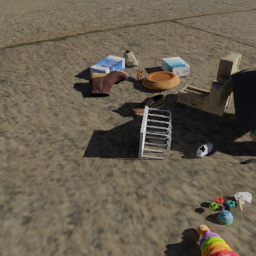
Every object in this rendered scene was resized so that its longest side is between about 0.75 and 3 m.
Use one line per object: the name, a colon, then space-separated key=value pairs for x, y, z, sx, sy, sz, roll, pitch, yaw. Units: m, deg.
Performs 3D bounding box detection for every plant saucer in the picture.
plant saucer: x=1.751 y=-2.591 z=14.905 sx=1.973 sy=0.369 sz=1.973 roll=-5 pitch=29 yaw=3

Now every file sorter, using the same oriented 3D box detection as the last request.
file sorter: x=1.044 y=0.182 z=10.535 sx=1.077 sy=1.201 sz=1.730 roll=7 pitch=36 yaw=5

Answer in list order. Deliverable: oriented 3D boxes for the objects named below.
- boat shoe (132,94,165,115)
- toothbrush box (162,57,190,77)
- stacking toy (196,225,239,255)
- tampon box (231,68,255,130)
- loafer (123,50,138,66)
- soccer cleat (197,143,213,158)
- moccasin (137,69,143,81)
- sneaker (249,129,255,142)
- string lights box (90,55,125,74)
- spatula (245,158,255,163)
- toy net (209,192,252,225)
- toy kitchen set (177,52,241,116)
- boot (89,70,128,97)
boat shoe: x=0.924 y=-1.115 z=12.800 sx=1.806 sy=0.648 sz=0.684 roll=-24 pitch=42 yaw=-30
toothbrush box: x=2.741 y=-3.526 z=16.184 sx=1.108 sy=0.645 sz=1.513 roll=-11 pitch=37 yaw=-15
stacking toy: x=2.142 y=3.011 z=7.012 sx=0.960 sy=0.907 sz=1.653 roll=-7 pitch=24 yaw=-5
tampon box: x=5.243 y=-1.284 z=10.828 sx=1.775 sy=2.107 sz=2.811 roll=-4 pitch=11 yaw=31
loafer: x=0.106 y=-4.356 z=17.389 sx=0.668 sy=0.602 sz=1.764 roll=-14 pitch=38 yaw=-18
soccer cleat: x=2.886 y=0.755 z=10.382 sx=0.335 sy=0.414 sz=0.959 roll=27 pitch=43 yaw=33
moccasin: x=0.672 y=-2.915 z=15.428 sx=0.321 sy=0.304 sz=0.832 roll=0 pitch=49 yaw=17
sneaker: x=5.884 y=0.217 z=10.368 sx=2.633 sy=0.940 sz=1.052 roll=12 pitch=78 yaw=6
string lights box: x=-1.150 y=-3.522 z=16.205 sx=1.072 sy=0.615 sz=2.085 roll=18 pitch=39 yaw=23
spatula: x=4.822 y=1.088 z=10.144 sx=1.395 sy=0.143 sz=0.394 roll=-13 pitch=42 yaw=-16
toy net: x=3.104 y=2.284 z=8.392 sx=1.428 sy=0.276 sz=0.749 roll=-22 pitch=38 yaw=-30
toy kitchen set: x=3.285 y=-1.902 z=12.239 sx=2.323 sy=2.575 sz=2.101 roll=22 pitch=41 yaw=28
boot: x=-0.975 y=-2.208 z=14.506 sx=2.079 sy=0.752 sz=1.729 roll=-2 pitch=48 yaw=-6
